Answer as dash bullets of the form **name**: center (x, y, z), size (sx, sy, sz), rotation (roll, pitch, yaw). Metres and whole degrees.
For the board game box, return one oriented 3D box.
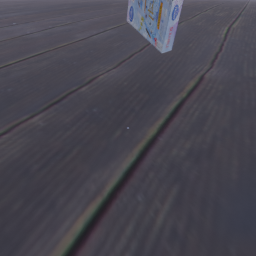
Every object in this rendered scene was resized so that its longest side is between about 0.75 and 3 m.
- **board game box**: center (0.778, -3.879, 8.744), size (0.452, 2.197, 2.192), rotation (-22, 56, -24)
